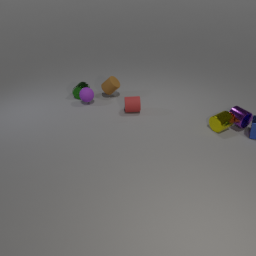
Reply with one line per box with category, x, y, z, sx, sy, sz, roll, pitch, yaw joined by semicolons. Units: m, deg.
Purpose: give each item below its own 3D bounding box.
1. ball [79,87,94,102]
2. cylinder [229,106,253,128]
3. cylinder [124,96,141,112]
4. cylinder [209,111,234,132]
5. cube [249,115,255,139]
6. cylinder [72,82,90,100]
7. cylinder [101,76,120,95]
ball;-1.975;-1.594;13.426;0.700;0.700;0.700;0;31;0
cylinder;4.532;-0.448;11.349;0.700;0.700;0.700;-17;38;-27
cylinder;0.204;-1.080;12.735;0.700;0.700;0.700;-4;31;-1
cylinder;3.766;-0.264;11.326;0.700;0.700;0.700;-24;37;-22
cube;5.154;0.000;10.855;0.700;0.700;0.700;10;32;23
cylinder;-2.356;-1.894;14.165;0.700;0.700;0.700;7;32;11
cylinder;-0.866;-2.133;14.050;0.700;0.700;0.700;-35;13;32
